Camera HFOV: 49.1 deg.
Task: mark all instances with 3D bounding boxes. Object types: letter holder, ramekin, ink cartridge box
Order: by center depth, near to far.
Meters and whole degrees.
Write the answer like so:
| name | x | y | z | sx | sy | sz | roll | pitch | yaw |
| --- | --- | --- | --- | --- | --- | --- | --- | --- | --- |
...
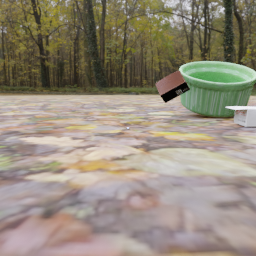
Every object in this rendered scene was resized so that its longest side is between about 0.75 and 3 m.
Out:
| name | x | y | z | sx | sy | sz | roll | pitch | yaw |
| --- | --- | --- | --- | --- | --- | --- | --- | --- | --- |
| ink cartridge box | 3.390 | -0.304 | 7.410 | 1.439 | 0.486 | 0.838 | 2 | 8 | -1 |
| letter holder | 1.274 | -1.205 | 8.081 | 0.806 | 0.573 | 0.405 | -28 | -40 | 15 |
| ramekin | 3.082 | -1.412 | 9.950 | 2.610 | 1.275 | 2.610 | 0 | 28 | 0 |
